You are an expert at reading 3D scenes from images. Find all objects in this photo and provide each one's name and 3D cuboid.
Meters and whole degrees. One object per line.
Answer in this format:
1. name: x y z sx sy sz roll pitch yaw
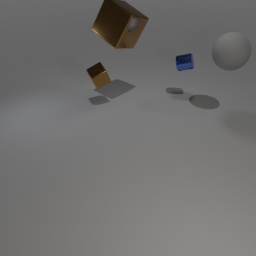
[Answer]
1. cube: -0.308 -4.135 11.153 1.400 1.400 1.400 41 31 15
2. ball: 3.889 -2.875 10.544 1.400 1.400 1.400 0 32 0
3. cube: -1.240 -2.221 11.894 0.700 0.700 0.700 -30 54 -2
4. cylinder: 2.558 -2.945 12.574 0.700 0.700 0.700 -5 28 23
